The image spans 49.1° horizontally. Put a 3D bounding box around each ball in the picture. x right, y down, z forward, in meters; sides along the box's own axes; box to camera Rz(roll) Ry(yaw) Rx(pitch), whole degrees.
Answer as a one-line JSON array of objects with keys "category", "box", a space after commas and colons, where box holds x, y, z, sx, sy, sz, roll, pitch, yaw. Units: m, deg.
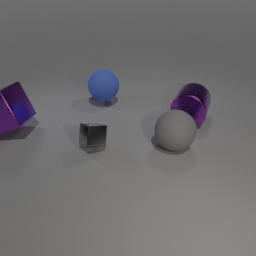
[{"category": "ball", "box": [-1.094, -1.906, 12.532, 1.400, 1.400, 1.400, 0, 30, 0]}, {"category": "ball", "box": [1.601, 0.081, 9.484, 1.400, 1.400, 1.400, 0, 30, 0]}]

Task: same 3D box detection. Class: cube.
[{"category": "cube", "box": [-1.193, 0.223, 9.489, 0.700, 0.700, 0.700, 2, 4, -34]}, {"category": "cube", "box": [-4.534, -0.682, 10.278, 1.400, 1.400, 1.400, -19, 20, 15]}]

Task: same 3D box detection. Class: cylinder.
[{"category": "cylinder", "box": [2.524, -0.918, 11.229, 1.400, 1.400, 1.400, 11, 32, 18]}]
